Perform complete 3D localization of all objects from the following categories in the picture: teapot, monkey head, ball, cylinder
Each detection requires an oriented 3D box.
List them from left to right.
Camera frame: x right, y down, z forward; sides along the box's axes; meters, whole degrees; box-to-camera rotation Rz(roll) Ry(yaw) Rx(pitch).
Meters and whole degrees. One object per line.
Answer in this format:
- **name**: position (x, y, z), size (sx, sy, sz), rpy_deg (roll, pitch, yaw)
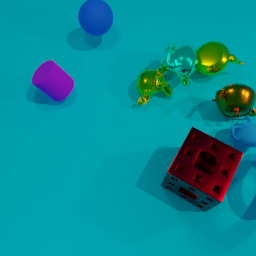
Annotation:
- **cylinder**: position (-2.095, -1.316, 7.873), size (0.847, 0.847, 0.847), rpy_deg (-19, 51, 26)
- **ball**: position (-0.975, -3.348, 8.490), size (1.061, 1.061, 1.061), rpy_deg (0, 64, 0)
- **monkey head**: position (0.742, -1.225, 8.154), size (0.851, 1.016, 1.413), rpy_deg (-17, 49, 40)
- **monkey head**: position (1.455, -1.821, 8.170), size (1.036, 1.237, 1.720), rpy_deg (20, 52, -7)
- **teapot**: position (2.571, -2.016, 8.374), size (1.695, 0.830, 1.054), rpy_deg (5, 78, 26)
- **teapot**: position (2.853, -0.681, 7.520), size (1.682, 1.046, 0.823), rpy_deg (19, 62, -26)
- **teapot**: position (3.160, 0.108, 7.278), size (1.491, 0.927, 0.730), rpy_deg (1, 95, -31)

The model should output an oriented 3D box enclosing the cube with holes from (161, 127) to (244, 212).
- **cube with holes**: position (1.694, 1.010, 6.655), size (1.265, 1.265, 1.265), rpy_deg (29, 68, 12)
